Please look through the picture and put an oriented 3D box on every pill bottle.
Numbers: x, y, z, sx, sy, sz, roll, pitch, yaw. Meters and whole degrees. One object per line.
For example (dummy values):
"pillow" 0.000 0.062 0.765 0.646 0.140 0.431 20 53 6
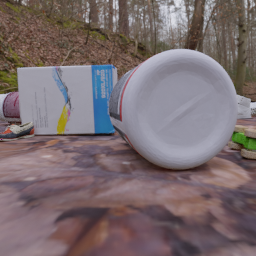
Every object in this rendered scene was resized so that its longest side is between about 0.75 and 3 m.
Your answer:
"pill bottle" -3.817 -0.719 10.283 2.149 1.227 1.227 3 7 23
"pill bottle" 0.498 -0.348 4.908 1.608 1.608 2.775 -1 6 -10

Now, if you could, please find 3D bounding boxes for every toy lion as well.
"toy lion" 2.546 0.294 4.805 1.314 0.471 1.371 8 6 5

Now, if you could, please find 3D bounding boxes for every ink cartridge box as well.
"ink cartridge box" -1.581 -0.829 8.062 2.509 1.815 1.847 -1 9 2

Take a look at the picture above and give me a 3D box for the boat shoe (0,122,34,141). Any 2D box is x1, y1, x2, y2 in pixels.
"boat shoe" -2.738 0.086 6.767 0.421 0.370 1.182 6 9 26

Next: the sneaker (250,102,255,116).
"sneaker" 7.163 -1.031 15.921 2.451 0.936 0.987 -4 11 36

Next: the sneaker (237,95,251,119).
"sneaker" 5.153 -1.035 13.818 2.036 1.177 0.750 -4 8 -19
